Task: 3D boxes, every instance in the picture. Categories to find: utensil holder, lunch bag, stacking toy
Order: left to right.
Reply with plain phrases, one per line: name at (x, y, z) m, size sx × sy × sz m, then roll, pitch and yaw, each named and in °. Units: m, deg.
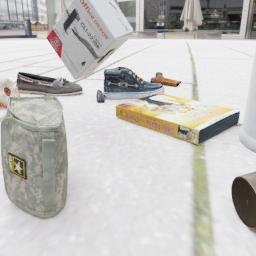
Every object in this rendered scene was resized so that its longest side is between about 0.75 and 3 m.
stacking toy at (-4.556, -1.094, 9.576) m, size 1.377 × 1.006 × 1.006 m, roll -13°, pitch 16°, yaw 21°
lunch bag at (-1.483, 0.377, 4.545) m, size 1.046 × 1.460 × 1.780 m, roll -3°, pitch 20°, yaw -23°
utensil holder at (3.825, -0.886, 6.081) m, size 2.333 × 2.745 × 2.333 m, roll -1°, pitch 22°, yaw 0°

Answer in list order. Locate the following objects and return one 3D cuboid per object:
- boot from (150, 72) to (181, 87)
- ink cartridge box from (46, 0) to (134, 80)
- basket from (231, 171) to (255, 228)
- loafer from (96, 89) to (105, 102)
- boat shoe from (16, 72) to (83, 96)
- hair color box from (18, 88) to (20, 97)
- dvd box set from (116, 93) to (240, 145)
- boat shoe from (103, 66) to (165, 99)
boot at (1.819, -2.258, 12.891) m, size 1.286 × 0.440 × 1.211 m, roll 10°, pitch 23°, yaw 23°
ink cartridge box at (-0.971, -2.262, 6.838) m, size 1.860 × 1.342 × 0.779 m, roll -31°, pitch 5°, yaw 43°
basket at (2.240, 0.940, 4.000) m, size 1.284 × 0.873 × 1.158 m, roll -7°, pitch 12°, yaw -8°
loafer at (-1.003, -1.151, 10.245) m, size 0.285 × 0.325 × 0.905 m, roll 10°, pitch 26°, yaw -13°
boat shoe at (-3.169, -1.781, 11.122) m, size 2.786 × 0.794 × 0.932 m, roll 4°, pitch 21°, yaw 10°
hair color box at (-4.731, -1.280, 10.429) m, size 1.178 × 0.361 × 0.598 m, roll 2°, pitch 22°, yaw 8°
dvd box set at (1.361, -0.401, 8.030) m, size 2.109 × 0.424 × 2.882 m, roll -20°, pitch 28°, yaw -39°
boat shoe at (0.266, -1.736, 10.551) m, size 2.460 × 1.117 × 0.870 m, roll -6°, pitch 22°, yaw -16°
